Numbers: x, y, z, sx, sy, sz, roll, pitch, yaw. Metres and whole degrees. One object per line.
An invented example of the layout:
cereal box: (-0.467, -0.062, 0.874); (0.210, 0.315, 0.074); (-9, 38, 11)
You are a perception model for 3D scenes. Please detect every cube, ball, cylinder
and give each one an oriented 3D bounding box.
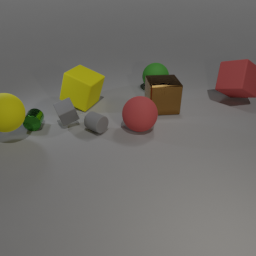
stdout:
cube: (1.555, -1.510, 12.657); (1.400, 1.400, 1.400); (-3, 30, -6)
ball: (0.467, -0.549, 10.988); (1.400, 1.400, 1.400); (0, 30, 0)
cylinder: (-3.814, -0.336, 11.329); (0.700, 0.700, 0.700); (-1, 30, -3)
cube: (-2.457, -0.649, 11.206); (0.700, 0.700, 0.700); (-26, 56, -9)
cube: (-2.107, -1.857, 12.917); (1.400, 1.400, 1.400); (26, 35, 9)
ball: (1.457, -2.722, 14.751); (1.400, 1.400, 1.400); (0, 30, 0)
cube: (5.203, -2.288, 13.201); (1.400, 1.400, 1.400); (15, -4, -39)
cylinder: (-1.245, -0.226, 10.973); (0.700, 0.700, 0.700); (22, 36, 33)
ball: (-4.406, -0.544, 10.013); (1.400, 1.400, 1.400); (0, 30, 0)
